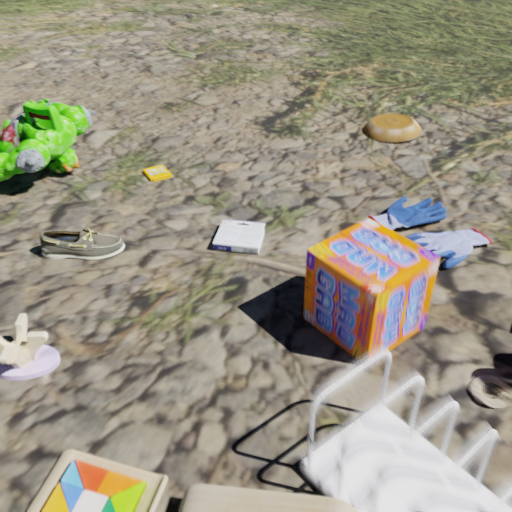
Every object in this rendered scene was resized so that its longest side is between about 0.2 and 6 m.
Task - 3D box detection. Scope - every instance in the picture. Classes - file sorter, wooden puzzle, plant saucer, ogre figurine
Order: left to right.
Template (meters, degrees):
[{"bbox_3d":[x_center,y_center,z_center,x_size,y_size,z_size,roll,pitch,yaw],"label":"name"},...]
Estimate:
[{"bbox_3d":[-5.231,-2.697,13.017,2.088,1.709,3.483,3,22,25],"label":"ogre figurine"},{"bbox_3d":[-1.898,2.886,6.342,1.449,0.270,1.340,9,37,12],"label":"wooden puzzle"},{"bbox_3d":[3.711,-3.549,15.289,1.584,0.280,1.584,-4,35,3],"label":"plant saucer"},{"bbox_3d":[1.761,2.322,6.237,1.477,1.325,2.129,-26,43,-31],"label":"file sorter"}]

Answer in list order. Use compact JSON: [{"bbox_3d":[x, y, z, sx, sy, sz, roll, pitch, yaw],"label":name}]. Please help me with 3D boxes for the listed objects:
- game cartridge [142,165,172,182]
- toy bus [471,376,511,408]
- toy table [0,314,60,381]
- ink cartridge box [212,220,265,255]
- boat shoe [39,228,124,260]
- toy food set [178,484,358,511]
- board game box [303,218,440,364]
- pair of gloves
[{"bbox_3d":[-2.350,-1.962,13.308,0.530,0.097,0.601,-19,38,-24],"label":"game cartridge"},{"bbox_3d":[4.775,1.379,7.479,2.726,1.408,2.572,-28,44,-34],"label":"toy bus"},{"bbox_3d":[-3.461,1.369,8.193,1.032,0.605,0.949,-9,36,-10],"label":"toy table"},{"bbox_3d":[-0.318,-0.378,11.000,0.897,0.198,0.914,6,34,9],"label":"ink cartridge box"},{"bbox_3d":[-3.296,-0.255,10.586,1.551,0.464,0.554,-2,35,-3],"label":"boat shoe"},{"bbox_3d":[0.014,3.232,5.687,2.085,0.630,1.496,0,35,14],"label":"toy food set"},{"bbox_3d":[1.731,0.512,8.672,1.407,1.407,1.408,-25,43,-30],"label":"board game box"},{"bbox_3d":[3.369,-0.514,11.153,1.848,0.262,2.298,-15,39,-23],"label":"pair of gloves"}]
